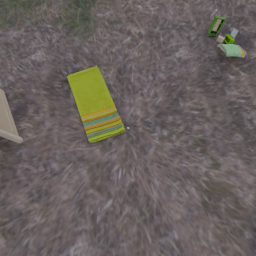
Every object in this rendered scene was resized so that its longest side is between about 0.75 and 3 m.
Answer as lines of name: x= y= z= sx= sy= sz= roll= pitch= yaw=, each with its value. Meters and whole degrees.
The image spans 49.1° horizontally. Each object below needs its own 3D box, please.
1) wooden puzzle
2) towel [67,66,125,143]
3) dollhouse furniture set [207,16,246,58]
wooden puzzle: x=-3.664 y=-0.661 z=6.487 sx=0.438 sy=2.176 sz=2.352 roll=-45 pitch=54 yaw=7
towel: x=-0.937 y=-0.731 z=7.804 sx=1.006 sy=0.211 sz=2.338 roll=-19 pitch=64 yaw=-10
dollhouse furniture set: x=3.037 y=-2.758 z=8.476 sx=0.740 sy=0.572 sz=1.481 roll=-1 pitch=46 yaw=-25
